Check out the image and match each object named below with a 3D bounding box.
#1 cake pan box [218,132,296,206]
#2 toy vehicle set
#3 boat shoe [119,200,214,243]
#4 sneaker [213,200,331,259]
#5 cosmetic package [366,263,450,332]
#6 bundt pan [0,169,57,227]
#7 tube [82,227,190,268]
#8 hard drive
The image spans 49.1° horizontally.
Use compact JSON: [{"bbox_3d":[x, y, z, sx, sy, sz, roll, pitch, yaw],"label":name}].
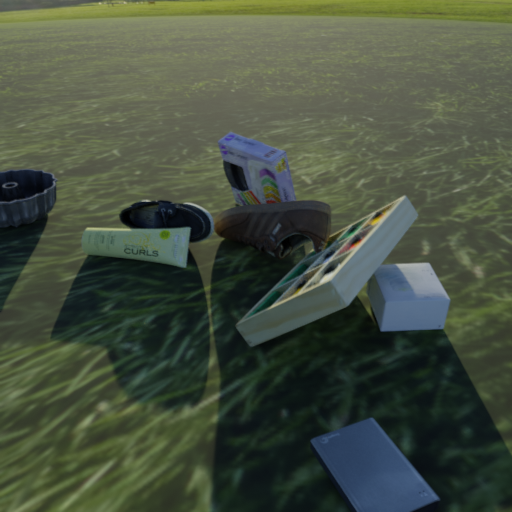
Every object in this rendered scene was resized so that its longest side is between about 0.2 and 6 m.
[{"bbox_3d":[0.039,-1.748,12.622,0.502,1.768,1.919,-37,45,-26],"label":"cake pan box"},{"bbox_3d":[1.272,0.186,9.365,2.069,0.441,3.329,-31,6,41],"label":"toy vehicle set"},{"bbox_3d":[-1.945,-0.730,11.652,2.332,0.872,0.773,18,20,33],"label":"boat shoe"},{"bbox_3d":[0.200,-0.442,11.159,2.727,1.030,0.960,-7,-17,36],"label":"sneaker"},{"bbox_3d":[2.535,0.684,9.493,1.072,0.661,1.076,-2,35,-4],"label":"cosmetic package"},{"bbox_3d":[-5.565,-1.277,12.855,2.055,0.771,2.055,-1,29,0],"label":"bundt pan"},{"bbox_3d":[-2.388,-0.248,11.212,2.135,0.619,0.554,4,29,8],"label":"tube"},{"bbox_3d":[1.364,2.579,6.664,0.933,0.220,1.337,-12,32,-21],"label":"hard drive"}]
